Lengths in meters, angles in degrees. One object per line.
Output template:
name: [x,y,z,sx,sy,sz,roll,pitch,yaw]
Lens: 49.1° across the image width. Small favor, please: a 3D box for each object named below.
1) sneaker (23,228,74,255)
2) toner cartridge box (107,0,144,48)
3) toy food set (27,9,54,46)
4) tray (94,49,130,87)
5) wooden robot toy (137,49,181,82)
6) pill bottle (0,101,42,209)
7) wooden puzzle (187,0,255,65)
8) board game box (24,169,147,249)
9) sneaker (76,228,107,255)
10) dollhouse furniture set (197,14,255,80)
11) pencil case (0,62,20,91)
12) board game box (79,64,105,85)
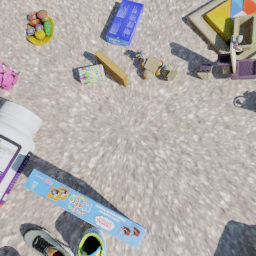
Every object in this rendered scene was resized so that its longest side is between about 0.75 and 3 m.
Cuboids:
sneaker: [-2.144,3.154,7.457,1.534,0.608,0.567,27,74,11]
toner cartridge box: [-0.081,-3.787,10.111,0.839,0.381,1.766,18,70,7]
toy food set: [-3.177,-3.777,10.026,0.961,0.533,1.633,-2,70,-1]
tray: [-0.521,-1.964,9.282,0.251,0.669,1.356,-44,75,-5]
wooden robot toy: [0.855,-1.927,9.423,1.766,0.778,0.801,34,109,11]
pill bottle: [-3.640,0.769,7.781,1.617,1.617,2.902,23,71,8]
wooden puzzle: [3.962,-3.753,10.025,2.602,0.524,2.813,-35,73,-12]
board game box: [-0.957,2.063,7.028,2.845,2.152,0.520,25,72,9]
sneaker: [-0.829,3.541,6.924,0.811,1.332,2.040,-13,71,-6]
dollhouse furniture set: [3.160,-2.911,8.827,1.826,1.635,2.304,3,68,26]
pencil case: [-4.335,-1.951,9.041,1.650,0.773,0.749,33,63,9]
board game box: [-1.197,-1.787,9.363,0.804,0.414,0.422,-12,70,-4]
